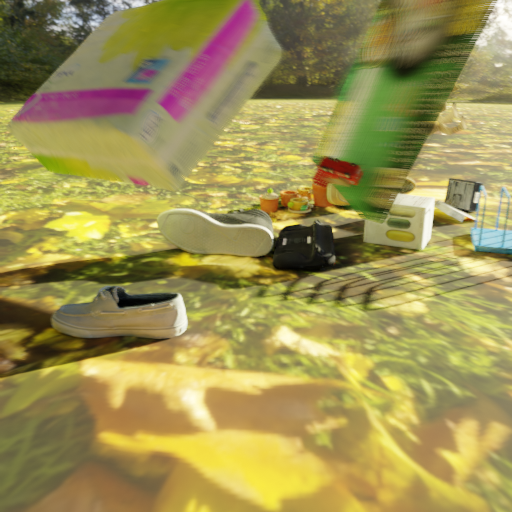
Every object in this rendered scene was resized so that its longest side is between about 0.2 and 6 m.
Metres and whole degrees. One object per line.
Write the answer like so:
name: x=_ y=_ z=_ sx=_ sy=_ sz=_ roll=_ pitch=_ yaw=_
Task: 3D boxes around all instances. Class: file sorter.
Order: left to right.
file sorter: x=5.302 y=-0.715 z=11.063 sx=1.824 sy=1.119 sz=1.266 roll=5 pitch=20 yaw=16

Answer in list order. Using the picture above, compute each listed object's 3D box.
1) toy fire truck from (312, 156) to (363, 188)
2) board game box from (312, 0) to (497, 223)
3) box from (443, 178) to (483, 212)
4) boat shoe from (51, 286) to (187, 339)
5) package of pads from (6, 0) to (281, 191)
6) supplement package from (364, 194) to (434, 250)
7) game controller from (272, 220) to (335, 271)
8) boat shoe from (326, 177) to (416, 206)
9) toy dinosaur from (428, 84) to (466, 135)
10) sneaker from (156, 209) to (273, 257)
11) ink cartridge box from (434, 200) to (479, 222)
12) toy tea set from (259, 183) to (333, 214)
toy fire truck: x=1.379 y=-1.376 z=9.562 sx=1.044 sy=0.255 sz=0.736 roll=23 pitch=-14 yaw=33
board game box: x=2.513 y=-3.370 z=9.305 sx=0.601 sy=5.121 sz=2.683 roll=12 pitch=27 yaw=-23
box: x=5.074 y=-1.505 z=13.748 sx=0.720 sy=0.725 sz=0.447 roll=18 pitch=15 yaw=41
boat shoe: x=-1.892 y=0.714 z=7.721 sx=1.881 sy=0.670 sz=0.656 roll=1 pitch=20 yaw=3
package of pads: x=-2.089 y=-3.017 z=9.972 sx=4.480 sy=1.528 sz=3.461 roll=14 pitch=63 yaw=43
supplement package: x=2.907 y=-0.733 z=11.406 sx=1.184 sy=0.899 sz=0.892 roll=10 pitch=22 yaw=25
game controller: x=0.930 y=-0.198 z=10.813 sx=1.139 sy=0.460 sz=2.184 roll=-12 pitch=17 yaw=10
boat shoe: x=2.918 y=-1.755 z=14.226 sx=2.735 sy=0.998 sz=0.860 roll=-6 pitch=16 yaw=-39
toy dinosaur: x=3.294 y=-2.559 z=10.885 sx=1.344 sy=0.773 sz=2.657 roll=-7 pitch=50 yaw=36
sneaker: x=-0.728 y=-0.545 z=11.142 sx=2.347 sy=0.830 sz=1.164 roll=9 pitch=19 yaw=9
ink cartridge box: x=4.708 y=-1.000 z=13.211 sx=0.779 sy=0.198 sz=0.884 roll=24 pitch=16 yaw=-12
toy tea set: x=1.062 y=-1.598 z=13.970 sx=1.289 sy=0.802 sz=2.167 roll=17 pitch=26 yaw=39
